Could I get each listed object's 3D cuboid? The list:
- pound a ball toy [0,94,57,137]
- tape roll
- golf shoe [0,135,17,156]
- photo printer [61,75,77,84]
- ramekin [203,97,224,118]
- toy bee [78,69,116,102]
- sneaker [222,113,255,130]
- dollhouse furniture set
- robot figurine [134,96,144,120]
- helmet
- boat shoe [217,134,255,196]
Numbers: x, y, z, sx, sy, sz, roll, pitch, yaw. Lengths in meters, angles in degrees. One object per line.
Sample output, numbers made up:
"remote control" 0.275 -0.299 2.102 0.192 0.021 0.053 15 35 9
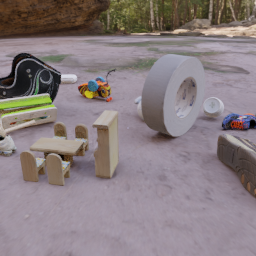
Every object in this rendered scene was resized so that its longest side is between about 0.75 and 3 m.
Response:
"pound a ball toy" -4.003 -0.310 10.873 2.459 1.045 1.604 -15 53 -31
"tape roll" 1.718 -1.167 10.152 0.949 2.872 2.872 19 29 36
"golf shoe" -4.387 0.447 9.134 1.508 0.733 0.591 2 26 9
"photo printer" -3.866 -3.115 17.795 1.218 0.423 1.013 -1 23 -1
"ramekin" 3.569 -0.895 11.806 0.873 0.873 0.407 13 -7 28
"toy bee" -1.461 -1.894 14.245 1.645 1.366 2.513 -29 12 -29
"sneaker" 4.399 -0.217 10.883 1.624 0.612 0.637 -8 30 -14
"dollhouse furniture set" -1.579 0.373 8.130 2.461 1.635 2.157 5 24 11
"robot figurine" 0.996 -0.906 11.920 1.497 0.997 1.765 23 28 10
"helmet" -4.414 -1.848 12.290 2.582 2.461 2.582 31 6 -4
"boat shoe" 3.492 0.891 7.685 1.058 1.075 2.886 -3 25 -8
